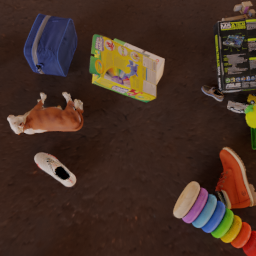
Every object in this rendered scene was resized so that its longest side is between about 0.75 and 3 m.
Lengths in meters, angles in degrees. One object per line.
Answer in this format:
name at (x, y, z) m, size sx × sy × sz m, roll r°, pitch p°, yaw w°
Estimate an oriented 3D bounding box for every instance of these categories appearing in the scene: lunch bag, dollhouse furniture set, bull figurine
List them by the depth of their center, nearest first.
bull figurine at (-2.934, -0.468, 10.304) m, size 2.714 × 0.884 × 1.647 m, roll 3°, pitch 63°, yaw 2°
lunch bag at (-3.180, -3.253, 11.304) m, size 1.595 × 1.638 × 2.411 m, roll 10°, pitch 65°, yaw 5°
dollhouse furniture set at (4.759, -4.121, 11.829) m, size 1.048 × 1.517 × 1.607 m, roll -12°, pitch 61°, yaw -3°

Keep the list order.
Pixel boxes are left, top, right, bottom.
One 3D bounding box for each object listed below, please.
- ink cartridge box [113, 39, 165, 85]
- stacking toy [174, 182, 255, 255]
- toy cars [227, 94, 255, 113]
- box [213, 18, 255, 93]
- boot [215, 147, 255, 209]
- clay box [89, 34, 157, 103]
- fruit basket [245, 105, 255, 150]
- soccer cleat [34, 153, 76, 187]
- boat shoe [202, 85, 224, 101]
ink cartridge box at (0.091, -2.335, 11.208) m, size 2.296 × 0.965 × 1.671 m, roll 25°, pitch 66°, yaw 12°
stacking toy at (2.925, 2.896, 8.526) m, size 2.940 × 1.255 × 1.255 m, roll 31°, pitch 67°, yaw 8°
toy cars at (4.626, -0.882, 10.833) m, size 1.609 × 0.356 × 0.721 m, roll -17°, pitch 54°, yaw -4°
box at (4.898, -2.867, 11.018) m, size 2.824 × 0.671 × 2.727 m, roll -6°, pitch 89°, yaw -2°
boot at (3.347, 1.655, 9.319) m, size 1.116 × 0.781 × 2.081 m, roll -14°, pitch 65°, yaw -1°
clay box at (-0.188, -1.887, 9.073) m, size 2.509 × 0.597 × 1.442 m, roll 16°, pitch 67°, yaw -31°
fruit basket at (4.687, -0.223, 9.913) m, size 1.832 × 1.321 × 1.832 m, roll 6°, pitch 64°, yaw -13°
soccer cleat at (-2.483, 1.329, 9.456) m, size 1.771 × 0.754 × 0.608 m, roll 35°, pitch 68°, yaw 16°
boat shoe at (3.388, -1.453, 11.110) m, size 0.957 × 0.346 × 0.346 m, roll 32°, pitch 67°, yaw 15°
